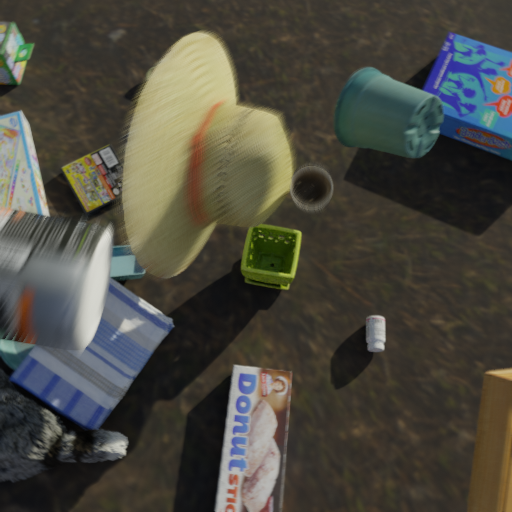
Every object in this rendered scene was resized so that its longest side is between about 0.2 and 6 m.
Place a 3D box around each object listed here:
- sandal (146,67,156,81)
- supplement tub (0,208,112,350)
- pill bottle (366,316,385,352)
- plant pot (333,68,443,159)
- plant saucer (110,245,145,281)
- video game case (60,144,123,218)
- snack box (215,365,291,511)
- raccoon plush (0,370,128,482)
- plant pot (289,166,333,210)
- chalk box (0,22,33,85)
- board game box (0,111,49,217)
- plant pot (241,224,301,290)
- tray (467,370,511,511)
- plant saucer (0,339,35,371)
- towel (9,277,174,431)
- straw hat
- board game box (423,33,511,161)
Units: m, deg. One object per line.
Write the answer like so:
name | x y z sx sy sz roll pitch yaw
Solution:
sandal | -1.733 -3.778 12.521 1.800 0.514 0.715 27 69 12
supplement tub | -3.336 0.200 7.128 2.691 1.649 1.649 10 66 -5
pill bottle | 2.190 1.437 10.277 0.340 0.340 0.600 4 66 2
plant pot | 2.350 -2.403 9.727 1.441 1.441 1.412 -44 48 -17
plant saucer | -3.356 0.234 10.743 2.513 0.238 0.878 -6 43 -2
video game case | -3.292 -1.588 11.733 1.177 0.166 1.302 -29 70 -13
snack box | -0.043 3.360 9.400 1.049 0.355 2.917 6 66 2
raccoon plush | -3.758 2.641 9.537 2.931 1.418 1.963 7 50 -25
plant pot | 0.771 -0.990 8.346 0.629 0.576 0.629 0 92 -5
chalk box | -5.830 -4.560 12.621 1.608 0.996 1.001 4 64 1
board game box | -5.482 -1.380 11.439 2.055 0.523 3.056 -17 67 -8
plant pot | 0.276 0.073 10.580 0.999 0.907 0.994 10 66 4
tray | 3.448 2.857 7.459 1.291 0.485 2.617 4 94 -35
plant saucer | -3.889 1.423 10.311 1.636 0.294 1.636 0 66 1
towel | -2.817 1.642 9.867 1.785 0.289 2.431 38 67 -7
straw hat | -0.325 -1.370 8.499 1.628 3.847 3.847 12 66 16
board game box | 5.240 -3.406 12.255 3.058 0.688 2.325 23 68 10
